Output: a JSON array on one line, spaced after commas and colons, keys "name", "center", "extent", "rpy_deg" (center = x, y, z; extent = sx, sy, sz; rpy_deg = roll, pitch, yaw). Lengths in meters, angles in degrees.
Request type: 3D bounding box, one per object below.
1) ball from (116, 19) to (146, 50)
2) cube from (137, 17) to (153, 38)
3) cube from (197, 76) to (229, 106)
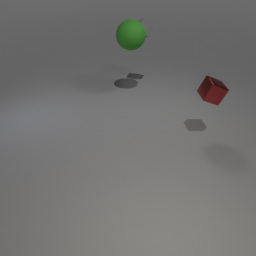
[{"name": "ball", "center": [0.129, -4.382, 13.206], "extent": [1.400, 1.400, 1.400], "rpy_deg": [0, 31, 0]}, {"name": "cube", "center": [0.683, -4.990, 14.135], "extent": [0.700, 0.700, 0.700], "rpy_deg": [0, 60, 48]}, {"name": "cube", "center": [3.055, -1.354, 10.131], "extent": [0.700, 0.700, 0.700], "rpy_deg": [15, 33, -20]}]
